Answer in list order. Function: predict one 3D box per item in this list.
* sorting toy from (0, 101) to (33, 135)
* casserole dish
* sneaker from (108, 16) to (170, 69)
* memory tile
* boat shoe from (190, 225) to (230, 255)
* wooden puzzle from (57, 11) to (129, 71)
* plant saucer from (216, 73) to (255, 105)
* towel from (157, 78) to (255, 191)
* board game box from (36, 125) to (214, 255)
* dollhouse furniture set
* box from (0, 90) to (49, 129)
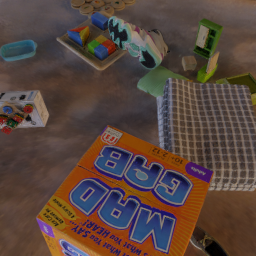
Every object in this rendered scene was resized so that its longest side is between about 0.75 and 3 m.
[{"bbox_3d":[-2.807,-0.223,6.582,1.242,0.599,0.210,-38,35,26],"label":"sorting toy"},{"bbox_3d":[-3.470,-2.447,8.922,1.197,0.232,0.725,-17,56,-11],"label":"casserole dish"},{"bbox_3d":[0.436,-2.861,8.766,2.025,0.787,1.416,45,54,-3],"label":"sneaker"},{"bbox_3d":[-0.940,-4.813,10.648,2.137,0.179,1.638,-36,61,-22],"label":"memory tile"},{"bbox_3d":[1.579,2.284,5.468,0.383,0.320,1.072,-35,61,-21],"label":"boat shoe"},{"bbox_3d":[-0.865,-3.038,9.140,2.093,0.523,2.259,38,62,23],"label":"wooden puzzle"},{"bbox_3d":[3.275,-1.141,7.956,1.138,0.273,1.137,-14,55,-10],"label":"plant saucer"},{"bbox_3d":[1.816,0.066,6.406,2.160,1.116,2.609,0,63,0],"label":"towel"},{"bbox_3d":[-0.001,1.567,4.795,1.965,1.964,1.964,23,51,15],"label":"board game box"},{"bbox_3d":[1.651,-1.917,8.013,1.404,1.085,2.810,37,62,24],"label":"dollhouse furniture set"},{"bbox_3d":[-2.846,-0.446,6.965,1.493,0.871,0.449,-3,44,7],"label":"box"}]
